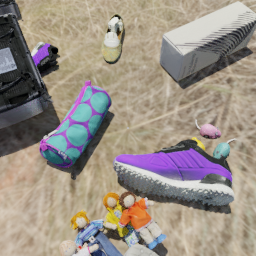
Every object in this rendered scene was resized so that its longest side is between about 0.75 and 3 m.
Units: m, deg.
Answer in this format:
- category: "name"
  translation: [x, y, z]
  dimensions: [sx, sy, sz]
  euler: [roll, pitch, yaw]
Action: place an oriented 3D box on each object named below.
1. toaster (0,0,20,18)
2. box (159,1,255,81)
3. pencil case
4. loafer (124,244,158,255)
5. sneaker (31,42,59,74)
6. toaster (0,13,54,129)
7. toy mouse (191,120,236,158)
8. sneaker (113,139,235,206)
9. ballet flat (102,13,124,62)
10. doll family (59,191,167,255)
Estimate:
- category: "toaster"
  translation: [-4.403, -4.315, 9.824]
  dimensions: [0.998, 0.655, 1.104]
  euler: [-19, 61, -11]
- category: "box"
  translation: [2.441, -2.658, 8.514]
  dimensions: [2.936, 1.206, 1.004]
  euler: [-29, 63, -15]
- category: "pencil case"
  translation: [-1.277, -0.097, 7.065]
  dimensions: [0.920, 0.999, 2.162]
  euler: [-2, 48, 43]
- category: "loafer"
  translation: [0.672, 2.857, 5.324]
  dimensions: [1.704, 0.595, 0.596]
  euler: [32, 38, 9]
- category: "sneaker"
  translation: [-2.560, -2.002, 8.484]
  dimensions: [0.772, 0.540, 1.552]
  euler: [12, 59, 6]
- category: "toaster"
  translation: [-3.408, -1.195, 7.029]
  dimensions: [2.377, 1.560, 2.629]
  euler: [-23, 82, -13]
- category: "toy mouse"
  translation: [2.226, 0.328, 7.220]
  dimensions: [1.278, 0.278, 1.438]
  euler: [-5, 59, -3]
- category: "sneaker"
  translation: [1.068, 0.857, 6.565]
  dimensions: [2.753, 0.957, 1.369]
  euler: [13, 57, 3]
- category: "ballet flat"
  translation: [-0.482, -2.983, 9.038]
  dimensions: [0.666, 0.666, 1.885]
  euler: [7, 59, 4]
- category: "doll family"
  translation: [-0.442, 2.173, 5.745]
  dimensions: [2.262, 1.019, 1.404]
  euler: [-37, 85, -12]
